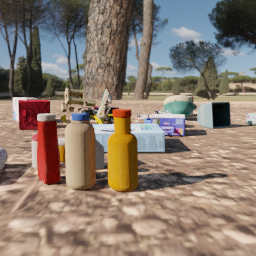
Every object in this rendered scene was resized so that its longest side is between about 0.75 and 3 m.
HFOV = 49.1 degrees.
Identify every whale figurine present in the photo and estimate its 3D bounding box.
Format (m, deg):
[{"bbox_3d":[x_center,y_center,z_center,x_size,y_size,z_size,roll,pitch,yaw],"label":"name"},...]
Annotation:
[{"bbox_3d":[2.750,-0.880,14.931,1.831,1.194,2.301,-4,-18,17],"label":"whale figurine"}]

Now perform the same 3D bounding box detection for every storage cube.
[{"bbox_3d":[-3.788,-0.568,11.349,1.199,1.140,1.334,-2,8,-18],"label":"storage cube"}]

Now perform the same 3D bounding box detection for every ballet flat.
[{"bbox_3d":[-0.898,-0.950,11.555,0.433,1.356,0.513,13,-15,12],"label":"ballet flat"}]

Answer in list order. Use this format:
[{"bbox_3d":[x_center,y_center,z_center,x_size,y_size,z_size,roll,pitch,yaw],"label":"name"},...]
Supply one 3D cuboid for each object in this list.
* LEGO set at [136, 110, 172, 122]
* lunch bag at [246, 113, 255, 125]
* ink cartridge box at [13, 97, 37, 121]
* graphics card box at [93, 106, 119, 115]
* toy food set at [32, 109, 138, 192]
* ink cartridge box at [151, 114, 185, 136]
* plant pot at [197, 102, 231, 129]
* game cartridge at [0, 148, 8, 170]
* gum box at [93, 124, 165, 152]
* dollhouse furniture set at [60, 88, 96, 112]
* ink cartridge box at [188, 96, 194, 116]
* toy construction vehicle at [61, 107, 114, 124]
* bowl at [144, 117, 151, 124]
[{"bbox_3d":[1.139,-0.480,12.776,1.517,0.498,2.031,-7,11,-1],"label":"LEGO set"},{"bbox_3d":[5.913,-0.367,12.265,1.318,0.508,1.057,-5,12,-34],"label":"lunch bag"},{"bbox_3d":[-4.923,-0.875,13.578,0.685,1.172,2.021,-6,10,-38],"label":"ink cartridge box"},{"bbox_3d":[-1.452,-1.149,18.270,1.255,0.509,2.000,-2,9,-19],"label":"graphics card box"},{"bbox_3d":[-0.972,0.226,4.973,1.284,1.210,2.690,-5,9,-31],"label":"toy food set"},{"bbox_3d":[1.407,-0.121,9.797,1.158,0.648,1.697,2,6,11],"label":"ink cartridge box"},{"bbox_3d":[3.505,-0.529,11.710,1.059,1.062,1.082,-4,3,-28],"label":"plant pot"},{"bbox_3d":[-3.515,0.666,4.719,2.398,0.485,1.599,-1,11,-5],"label":"game cartridge"},{"bbox_3d":[-0.263,0.237,7.599,2.314,0.516,1.966,0,7,0],"label":"gum box"},{"bbox_3d":[-2.294,-1.228,12.826,1.310,0.728,1.159,5,-25,-28],"label":"dollhouse furniture set"},{"bbox_3d":[3.210,-1.321,16.992,1.154,1.159,1.595,4,8,28],"label":"ink cartridge box"},{"bbox_3d":[-1.686,-0.335,12.036,1.948,0.686,1.696,-9,22,-36],"label":"toy construction vehicle"},{"bbox_3d":[1.522,-0.246,11.845,1.677,0.329,1.677,-2,9,0],"label":"bowl"}]
